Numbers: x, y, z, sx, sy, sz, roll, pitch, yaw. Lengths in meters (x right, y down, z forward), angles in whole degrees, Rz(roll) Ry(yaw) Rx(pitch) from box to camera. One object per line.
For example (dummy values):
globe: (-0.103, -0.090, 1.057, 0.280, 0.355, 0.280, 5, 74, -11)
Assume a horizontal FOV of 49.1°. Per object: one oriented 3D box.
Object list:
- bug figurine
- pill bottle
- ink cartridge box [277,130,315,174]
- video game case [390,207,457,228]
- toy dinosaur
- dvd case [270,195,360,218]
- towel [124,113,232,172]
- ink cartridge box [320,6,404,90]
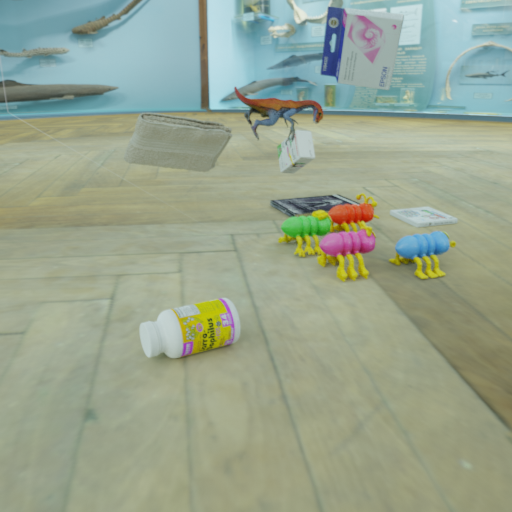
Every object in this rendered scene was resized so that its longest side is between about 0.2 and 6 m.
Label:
bug figurine: (2.168, -0.476, 11.805, 2.848, 0.945, 3.673, -9, 22, -24)
pill bottle: (-0.932, 1.038, 7.870, 1.308, 0.682, 0.682, -11, 22, -26)
ink cartridge box: (1.021, -2.695, 14.549, 0.447, 0.771, 1.064, -1, -13, -28)
video game case: (4.328, -1.020, 14.552, 1.192, 0.155, 1.309, -6, 21, -17)
toy dinosaur: (0.508, -2.574, 10.027, 1.334, 1.470, 0.772, -27, 54, 2)
dvd case: (1.718, -1.377, 15.541, 2.230, 0.178, 1.658, -8, 21, -21)
towel: (-1.473, -2.103, 10.645, 1.878, 1.245, 0.324, 0, 58, -30)
ink cartridge box: (1.783, -3.567, 9.676, 1.289, 1.265, 0.279, 9, 45, 9)
